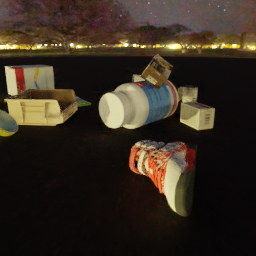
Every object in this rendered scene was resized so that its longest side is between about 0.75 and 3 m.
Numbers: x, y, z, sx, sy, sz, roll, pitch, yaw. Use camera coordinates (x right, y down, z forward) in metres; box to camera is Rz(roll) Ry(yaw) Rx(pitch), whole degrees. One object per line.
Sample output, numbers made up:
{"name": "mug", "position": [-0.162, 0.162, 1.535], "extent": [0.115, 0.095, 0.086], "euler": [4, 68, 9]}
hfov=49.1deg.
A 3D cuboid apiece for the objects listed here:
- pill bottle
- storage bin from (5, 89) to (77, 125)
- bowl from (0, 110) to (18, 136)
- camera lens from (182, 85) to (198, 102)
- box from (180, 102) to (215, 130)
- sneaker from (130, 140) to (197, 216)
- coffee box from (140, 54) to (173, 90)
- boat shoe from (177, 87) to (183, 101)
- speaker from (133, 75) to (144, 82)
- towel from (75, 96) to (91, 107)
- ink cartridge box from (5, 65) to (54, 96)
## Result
{"name": "pill bottle", "position": [0.417, -0.891, 10.232], "extent": [1.632, 1.632, 2.908], "euler": [15, 23, 39]}
{"name": "storage bin", "position": [-3.351, -0.898, 11.292], "extent": [2.124, 1.002, 2.139], "euler": [1, 18, 5]}
{"name": "bowl", "position": [-4.243, -0.072, 9.315], "extent": [0.538, 1.000, 1.000], "euler": [-41, 9, 17]}
{"name": "camera lens", "position": [3.053, -1.656, 13.808], "extent": [0.700, 0.875, 0.700], "euler": [0, 18, 0]}
{"name": "box", "position": [2.541, -0.476, 10.357], "extent": [0.662, 0.777, 1.216], "euler": [-7, 19, -20]}
{"name": "sneaker", "position": [0.663, 0.928, 5.897], "extent": [1.456, 0.907, 2.716], "euler": [4, 15, 15]}
{"name": "coffee box", "position": [1.062, -2.036, 10.071], "extent": [0.805, 0.568, 1.423], "euler": [37, 33, -4]}
{"name": "boat shoe", "position": [2.526, -1.648, 14.512], "extent": [0.561, 0.481, 1.534], "euler": [45, 42, 2]}
{"name": "speaker", "position": [1.152, -3.393, 19.497], "extent": [1.649, 0.670, 0.670], "euler": [-3, 18, -8]}
{"name": "towel", "position": [-2.673, -1.318, 13.816], "extent": [1.160, 0.239, 1.555], "euler": [-13, 22, -32]}
{"name": "ink cartridge box", "position": [-5.512, -2.710, 15.864], "extent": [2.203, 1.593, 1.601], "euler": [-14, 23, -37]}
